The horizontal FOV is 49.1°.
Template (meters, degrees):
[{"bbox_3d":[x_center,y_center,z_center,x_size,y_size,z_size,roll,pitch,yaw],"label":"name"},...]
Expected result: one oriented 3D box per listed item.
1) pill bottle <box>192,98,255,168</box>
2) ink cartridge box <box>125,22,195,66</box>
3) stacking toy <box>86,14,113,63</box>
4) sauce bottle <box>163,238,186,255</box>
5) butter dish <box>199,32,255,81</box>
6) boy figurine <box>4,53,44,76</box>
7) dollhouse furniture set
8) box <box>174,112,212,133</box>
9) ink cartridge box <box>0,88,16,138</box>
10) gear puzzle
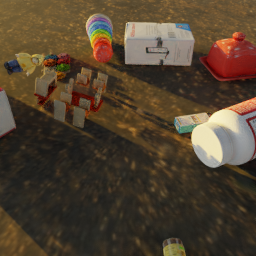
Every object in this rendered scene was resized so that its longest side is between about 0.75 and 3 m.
[{"bbox_3d":[3.021,0.081,7.245,2.576,1.446,1.446,-18,42,-21],"label":"pill bottle"},{"bbox_3d":[1.273,-3.637,12.025,2.765,1.165,2.018,2,39,2],"label":"ink cartridge box"},{"bbox_3d":[-1.187,-3.881,12.511,1.271,1.271,2.978,-5,47,-6],"label":"stacking toy"},{"bbox_3d":[0.908,2.623,4.970,0.406,0.406,1.256,-3,42,-4],"label":"sauce bottle"},{"bbox_3d":[4.137,-2.905,10.832,2.099,1.551,2.093,-7,40,-9],"label":"butter dish"},{"bbox_3d":[-2.877,-1.791,7.887,1.074,0.668,0.346,-13,31,4],"label":"boy figurine"},{"bbox_3d":[-1.897,-1.030,9.192,2.122,1.105,2.145,18,41,4],"label":"dollhouse furniture set"},{"bbox_3d":[2.027,-0.162,8.462,1.159,0.285,0.477,-8,40,-10],"label":"box"},{"bbox_3d":[-4.545,-0.530,8.006,1.961,1.418,1.425,24,45,27],"label":"ink cartridge box"},{"bbox_3d":[-2.934,-2.560,11.399,1.170,0.296,2.259,-6,40,-8],"label":"gear puzzle"}]
